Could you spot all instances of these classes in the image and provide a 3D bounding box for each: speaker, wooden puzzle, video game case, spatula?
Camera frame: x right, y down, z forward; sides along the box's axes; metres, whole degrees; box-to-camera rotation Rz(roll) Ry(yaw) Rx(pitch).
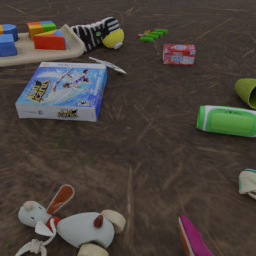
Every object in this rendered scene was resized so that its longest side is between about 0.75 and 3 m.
[{"bbox_3d":[2.897,-0.197,7.980,1.749,0.774,0.774,8,41,9],"label":"speaker"},{"bbox_3d":[-2.417,-2.066,6.611,2.370,0.549,2.195,-16,37,-16],"label":"wooden puzzle"},{"bbox_3d":[-2.072,-1.319,9.412,2.436,0.611,2.688,2,41,3],"label":"video game case"},{"bbox_3d":[-0.780,-2.383,10.647,1.393,0.112,0.969,25,7,37],"label":"spatula"}]

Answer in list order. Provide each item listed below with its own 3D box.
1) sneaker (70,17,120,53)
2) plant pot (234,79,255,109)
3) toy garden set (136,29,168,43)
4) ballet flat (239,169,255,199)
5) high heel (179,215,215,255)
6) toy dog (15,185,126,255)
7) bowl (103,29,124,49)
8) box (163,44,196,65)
[{"bbox_3d":[-1.965,-4.182,12.638,2.981,1.128,1.722,-26,31,-26],"label":"sneaker"},{"bbox_3d":[4.005,-1.245,9.219,0.920,0.920,0.984,-14,30,-15],"label":"plant pot"},{"bbox_3d":[0.630,-2.642,8.087,0.713,0.171,0.855,19,44,37],"label":"toy garden set"},{"bbox_3d":[3.493,1.506,6.182,2.059,0.715,0.715,14,42,18],"label":"ballet flat"},{"bbox_3d":[1.619,2.361,5.090,0.886,0.622,1.844,-19,58,-7],"label":"high heel"},{"bbox_3d":[-1.155,1.812,5.391,2.216,1.067,1.462,-1,41,-1],"label":"toy dog"},{"bbox_3d":[-0.551,-3.807,12.277,1.010,1.010,0.543,-33,92,-32],"label":"bowl"},{"bbox_3d":[2.052,-2.983,11.347,1.242,0.619,0.593,2,41,2],"label":"box"}]
